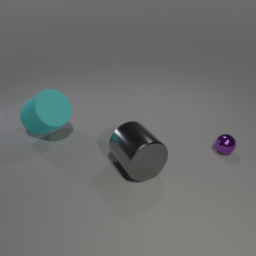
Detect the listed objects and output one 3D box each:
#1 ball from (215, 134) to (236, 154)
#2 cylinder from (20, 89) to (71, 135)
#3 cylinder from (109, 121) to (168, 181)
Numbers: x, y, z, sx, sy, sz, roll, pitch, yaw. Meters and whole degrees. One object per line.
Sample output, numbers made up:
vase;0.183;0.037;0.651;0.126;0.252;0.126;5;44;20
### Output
ball;3.386;0.555;9.714;0.700;0.700;0.700;0;31;0
cylinder;-3.026;-0.567;10.295;1.400;1.400;1.400;-18;11;46
cylinder;0.306;0.701;8.793;1.400;1.400;1.400;-15;34;-23
